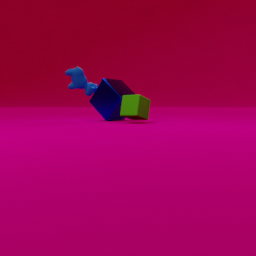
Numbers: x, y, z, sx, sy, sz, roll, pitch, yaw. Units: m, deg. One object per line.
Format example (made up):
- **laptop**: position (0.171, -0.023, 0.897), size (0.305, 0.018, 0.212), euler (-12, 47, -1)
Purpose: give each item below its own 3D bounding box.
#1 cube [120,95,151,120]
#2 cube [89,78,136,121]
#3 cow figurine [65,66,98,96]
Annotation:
- **cube**: position (0.270, -0.729, 10.089), size (0.754, 0.754, 0.754), euler (2, -10, 37)
- **cube**: position (-0.576, -1.163, 11.579), size (1.247, 1.247, 1.247), euler (48, 29, 23)
- **cow figurine**: position (-1.847, -1.929, 11.558), size (1.248, 1.268, 0.696), euler (-6, 22, 8)
